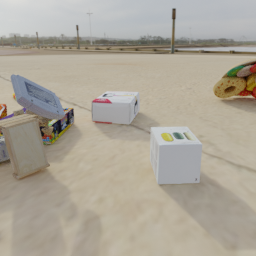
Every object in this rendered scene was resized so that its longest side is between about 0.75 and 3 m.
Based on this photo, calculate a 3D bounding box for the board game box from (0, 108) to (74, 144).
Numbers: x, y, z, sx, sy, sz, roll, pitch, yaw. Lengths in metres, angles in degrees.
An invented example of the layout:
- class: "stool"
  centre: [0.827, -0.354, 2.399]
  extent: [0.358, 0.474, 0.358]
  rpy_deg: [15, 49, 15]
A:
- class: "board game box"
  centre: [-2.605, -0.141, 8.085]
  extent: [1.611, 0.553, 1.949]
  rpy_deg: [3, 18, 5]

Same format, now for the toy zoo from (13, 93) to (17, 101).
- class: "toy zoo"
  centre: [-4.771, -1.483, 12.901]
  extent: [0.926, 0.144, 1.412]
  rpy_deg: [-10, 20, -28]

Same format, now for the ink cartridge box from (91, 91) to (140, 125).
- class: "ink cartridge box"
  centre: [-0.371, -0.742, 9.617]
  extent: [1.305, 0.757, 1.768]
  rpy_deg: [3, 20, 11]

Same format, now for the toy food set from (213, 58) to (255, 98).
- class: "toy food set"
  centre: [5.186, -1.966, 11.698]
  extent: [2.744, 0.667, 2.716]
  rpy_deg: [10, -26, -16]

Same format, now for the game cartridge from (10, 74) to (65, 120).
- class: "game cartridge"
  centre: [-1.829, -0.587, 5.761]
  extent: [0.244, 0.783, 1.176]
  rpy_deg: [-34, -31, 19]

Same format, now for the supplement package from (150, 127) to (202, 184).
- class: "supplement package"
  centre: [0.919, 0.511, 5.628]
  extent: [0.816, 0.810, 1.075]
  rpy_deg: [-1, 18, -3]

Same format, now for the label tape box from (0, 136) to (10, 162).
- class: "label tape box"
  centre: [-2.895, 0.457, 6.381]
  extent: [0.843, 0.389, 1.177]
  rpy_deg: [8, 16, 39]

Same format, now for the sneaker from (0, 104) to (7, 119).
- class: "sneaker"
  centre: [-3.998, -0.283, 8.233]
  extent: [0.766, 0.725, 1.987]
  rpy_deg: [0, 17, -10]

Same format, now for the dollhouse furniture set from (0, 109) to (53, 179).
- class: "dollhouse furniture set"
  centre: [-2.701, 0.329, 6.163]
  extent: [1.840, 1.054, 2.158]
  rpy_deg: [-20, 18, -38]
